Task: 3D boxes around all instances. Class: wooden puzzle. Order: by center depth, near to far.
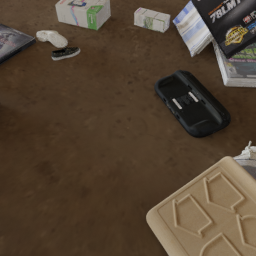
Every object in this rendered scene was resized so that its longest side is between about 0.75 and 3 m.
[{"bbox_3d":[1.847,1.992,5.590,2.299,0.532,2.130,-35,56,-6],"label":"wooden puzzle"}]

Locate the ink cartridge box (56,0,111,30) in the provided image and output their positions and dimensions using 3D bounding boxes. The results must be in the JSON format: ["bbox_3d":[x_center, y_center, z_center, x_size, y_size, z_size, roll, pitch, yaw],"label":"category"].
[{"bbox_3d":[-1.805,-4.808,11.427,1.823,0.798,1.325,17,52,15],"label":"ink cartridge box"}]

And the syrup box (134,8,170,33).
[{"bbox_3d":[0.939,-4.307,11.164,1.345,0.529,0.548,23,53,19],"label":"syrup box"}]

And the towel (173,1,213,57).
[{"bbox_3d":[2.616,-3.981,10.201,0.308,1.898,2.584,23,38,-32],"label":"towel"}]

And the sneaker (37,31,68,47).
[{"bbox_3d":[-2.729,-3.424,10.481,1.350,0.508,0.597,23,42,20],"label":"sneaker"}]

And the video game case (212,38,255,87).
[{"bbox_3d":[4.563,-2.359,9.618,2.905,0.339,2.641,2,49,1],"label":"video game case"}]

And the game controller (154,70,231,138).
[{"bbox_3d":[1.820,-0.789,8.258,1.319,0.532,2.528,-28,53,-4],"label":"game controller"}]

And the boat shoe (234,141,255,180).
[{"bbox_3d":[2.997,0.728,6.660,2.023,0.747,0.863,-6,44,-4],"label":"boat shoe"}]

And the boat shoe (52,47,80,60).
[{"bbox_3d":[-2.198,-2.697,9.934,1.057,0.299,0.363,-24,53,-19],"label":"boat shoe"}]

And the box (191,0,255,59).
[{"bbox_3d":[2.667,-2.837,6.538,1.757,1.770,0.440,60,26,2],"label":"box"}]

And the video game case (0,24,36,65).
[{"bbox_3d":[-4.990,-2.858,10.119,1.914,0.254,2.680,27,55,21],"label":"video game case"}]
